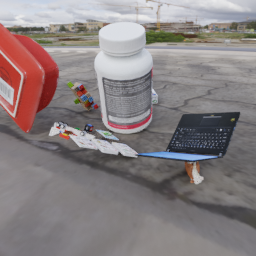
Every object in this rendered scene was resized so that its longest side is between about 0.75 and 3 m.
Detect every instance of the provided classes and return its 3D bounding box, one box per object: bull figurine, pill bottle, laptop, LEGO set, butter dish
[{"bbox_3d":[1.351,0.783,5.808,0.286,0.534,0.879,1,14,-2],"label":"bull figurine"},{"bbox_3d":[-0.089,-1.337,7.781,1.558,2.814,1.558,-2,42,2],"label":"pill bottle"},{"bbox_3d":[1.185,0.126,5.605,1.453,0.847,1.640,1,55,49],"label":"laptop"},{"bbox_3d":[-0.954,0.321,7.060,1.587,0.521,2.125,12,12,-36],"label":"LEGO set"},{"bbox_3d":[-2.840,-1.570,8.108,2.443,2.436,1.806,44,40,15],"label":"butter dish"}]

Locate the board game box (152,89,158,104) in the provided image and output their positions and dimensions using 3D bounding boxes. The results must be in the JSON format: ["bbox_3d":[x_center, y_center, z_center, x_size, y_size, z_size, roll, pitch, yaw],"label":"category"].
[{"bbox_3d":[0.112,-1.342,11.832,2.124,0.368,1.341,-1,20,-3],"label":"board game box"}]

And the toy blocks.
[{"bbox_3d":[-1.545,-1.088,9.925,0.647,1.295,0.885,-40,29,-15],"label":"toy blocks"}]
